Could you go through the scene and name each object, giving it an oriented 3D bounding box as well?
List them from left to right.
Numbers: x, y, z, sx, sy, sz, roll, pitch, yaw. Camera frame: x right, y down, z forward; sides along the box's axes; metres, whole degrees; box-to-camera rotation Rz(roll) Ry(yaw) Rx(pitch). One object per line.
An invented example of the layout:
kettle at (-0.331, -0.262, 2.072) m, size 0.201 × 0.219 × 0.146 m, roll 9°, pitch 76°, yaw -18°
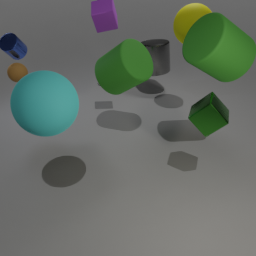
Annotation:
cylinder at (-4.050, -2.877, 9.907) m, size 0.700 × 0.700 × 0.700 m, roll 7°, pitch -11°, yaw 11°
ball at (-3.972, -1.994, 10.084) m, size 0.700 × 0.700 × 0.700 m, roll 0°, pitch 31°, yaw 0°
ball at (-1.757, -0.515, 5.980) m, size 1.400 × 1.400 × 1.400 m, roll 0°, pitch 31°, yaw 0°
cube at (-0.741, -3.582, 8.902) m, size 0.700 × 0.700 × 0.700 m, roll -9°, pitch 58°, yaw 7°
cylinder at (-0.137, -1.957, 9.134) m, size 1.400 × 1.400 × 1.400 m, roll -20°, pitch 11°, yaw 46°
cylinder at (1.258, -3.308, 13.097) m, size 1.400 × 1.400 × 1.400 m, roll -5°, pitch 28°, yaw 3°
ball at (2.273, -3.553, 9.685) m, size 1.400 × 1.400 × 1.400 m, roll 0°, pitch 31°, yaw 0°
cube at (2.047, -0.345, 7.077) m, size 0.700 × 0.700 × 0.700 m, roll 45°, pitch 35°, yaw -10°
cylinder at (2.436, -2.124, 7.536) m, size 1.400 × 1.400 × 1.400 m, roll 19°, pitch 19°, yaw -33°
